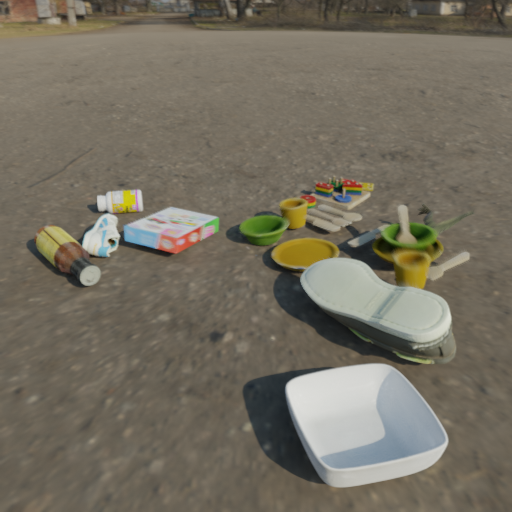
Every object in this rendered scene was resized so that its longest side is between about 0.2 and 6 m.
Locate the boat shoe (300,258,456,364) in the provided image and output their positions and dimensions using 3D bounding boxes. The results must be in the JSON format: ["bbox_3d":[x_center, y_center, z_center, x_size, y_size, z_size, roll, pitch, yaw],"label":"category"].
[{"bbox_3d":[1.787,0.820,8.686,1.043,0.873,2.919,-42,34,-17],"label":"boat shoe"}]

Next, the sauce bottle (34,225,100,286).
[{"bbox_3d":[-3.552,0.010,10.549,0.646,0.646,1.958,-20,35,-33],"label":"sauce bottle"}]

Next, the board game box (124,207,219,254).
[{"bbox_3d":[-1.734,-0.570,11.703,1.263,0.333,1.651,14,24,24],"label":"board game box"}]

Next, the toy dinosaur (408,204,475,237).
[{"bbox_3d":[3.496,-0.596,11.543,1.867,0.443,0.823,-30,49,-15],"label":"toy dinosaur"}]

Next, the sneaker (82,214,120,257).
[{"bbox_3d":[-3.076,-0.388,11.478,0.583,0.552,1.443,17,29,-4],"label":"sneaker"}]

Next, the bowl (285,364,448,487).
[{"bbox_3d":[1.250,2.053,6.706,1.616,0.603,1.614,-8,29,-13],"label":"bowl"}]

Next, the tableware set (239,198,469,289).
[{"bbox_3d":[1.712,-0.383,10.883,2.793,0.636,4.146,-24,32,-31],"label":"tableware set"}]

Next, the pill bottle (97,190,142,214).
[{"bbox_3d":[-3.159,-1.248,13.014,0.989,0.516,0.516,-5,28,-9],"label":"pill bottle"}]

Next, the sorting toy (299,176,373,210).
[{"bbox_3d":[2.120,-1.637,13.884,1.131,0.397,2.347,20,34,32],"label":"sorting toy"}]
